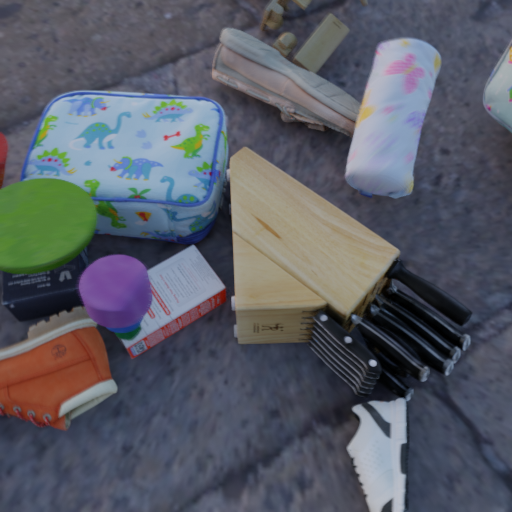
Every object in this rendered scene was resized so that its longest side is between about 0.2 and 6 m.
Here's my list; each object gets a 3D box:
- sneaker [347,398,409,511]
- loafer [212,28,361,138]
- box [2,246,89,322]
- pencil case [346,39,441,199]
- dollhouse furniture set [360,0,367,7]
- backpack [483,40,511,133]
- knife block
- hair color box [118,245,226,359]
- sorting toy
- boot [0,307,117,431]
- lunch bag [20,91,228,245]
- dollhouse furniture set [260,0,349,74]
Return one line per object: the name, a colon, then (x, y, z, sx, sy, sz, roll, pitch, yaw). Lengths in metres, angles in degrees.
sneaker: (1.474, 2.644, 6.780, 0.741, 0.683, 1.853, -1, 54, 15)
loafer: (0.549, -2.880, 9.933, 3.103, 0.975, 1.115, 37, 31, 13)
box: (-3.025, 0.248, 8.118, 1.087, 0.649, 1.106, -11, 60, -7)
pencil case: (2.165, -2.128, 8.758, 1.092, 1.001, 2.407, 15, 81, -6)
dollhouse furniture set: (0.576, -5.805, 11.855, 3.111, 1.519, 2.653, -15, 56, 19)
backpack: (5.369, -2.522, 7.990, 2.688, 3.082, 3.507, -14, 51, -33)
knife block: (1.241, 0.159, 7.881, 3.204, 1.168, 3.649, -3, 59, -2)
hair color box: (-1.319, 0.637, 7.977, 1.588, 0.508, 0.881, -30, 65, -18)
sorting toy: (-3.065, -0.173, 7.715, 4.415, 1.521, 1.531, 33, 57, 22)
boot: (-3.016, 1.779, 7.105, 2.471, 0.927, 1.325, -27, 78, -7)
lunch bag: (-1.929, -1.479, 8.816, 2.955, 1.218, 2.375, 3, 60, 2)
dollhouse furniture set: (0.862, -4.369, 11.020, 1.477, 1.204, 1.405, 38, 86, -5)
